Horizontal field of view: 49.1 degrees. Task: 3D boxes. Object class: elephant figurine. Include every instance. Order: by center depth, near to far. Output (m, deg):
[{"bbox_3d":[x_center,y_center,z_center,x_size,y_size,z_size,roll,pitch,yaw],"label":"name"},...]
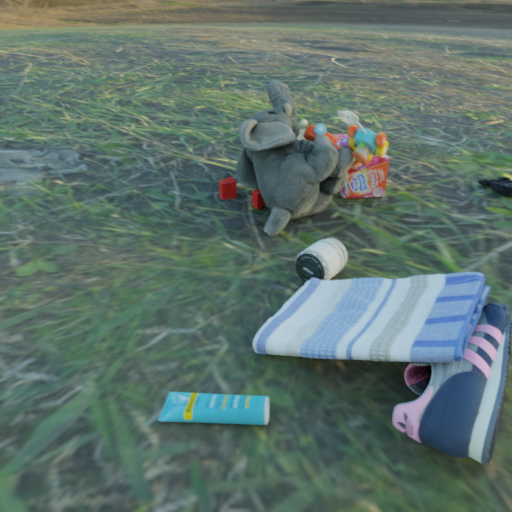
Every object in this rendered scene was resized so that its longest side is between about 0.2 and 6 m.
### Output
[{"bbox_3d":[0.364,-2.049,10.978,2.729,1.931,2.117,44,29,20],"label":"elephant figurine"}]

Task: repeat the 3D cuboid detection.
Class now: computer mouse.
[{"bbox_3d":[5.417,-1.464,12.103,0.773,0.294,1.117,-6,18,-12],"label":"computer mouse"}]

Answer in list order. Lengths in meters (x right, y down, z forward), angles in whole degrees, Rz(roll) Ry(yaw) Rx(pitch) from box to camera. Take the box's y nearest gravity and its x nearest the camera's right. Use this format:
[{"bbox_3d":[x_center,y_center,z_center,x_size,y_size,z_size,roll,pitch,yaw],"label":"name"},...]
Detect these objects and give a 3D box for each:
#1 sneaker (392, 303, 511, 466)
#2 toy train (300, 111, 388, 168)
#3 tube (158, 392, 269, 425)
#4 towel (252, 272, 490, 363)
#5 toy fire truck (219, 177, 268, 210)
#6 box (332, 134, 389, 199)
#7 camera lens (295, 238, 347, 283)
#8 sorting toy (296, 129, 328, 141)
[{"bbox_3d":[2.293,1.207,6.373,1.052,0.900,2.565,8,25,25],"label":"sneaker"},{"bbox_3d":[1.608,-2.127,10.667,1.483,0.549,1.975,27,-4,-15],"label":"toy train"},{"bbox_3d":[-0.453,1.680,6.164,1.177,0.297,0.456,-1,22,10],"label":"tube"},{"bbox_3d":[1.428,0.721,7.062,2.617,0.312,1.922,-4,21,34],"label":"towel"},{"bbox_3d":[0.132,-1.367,11.749,1.594,0.389,1.124,-13,31,-22],"label":"toy fire truck"},{"bbox_3d":[2.146,-2.030,12.432,0.952,0.912,1.911,-4,28,-8],"label":"box"},{"bbox_3d":[1.015,0.093,8.762,0.595,0.595,0.744,20,34,33],"label":"camera lens"},{"bbox_3d":[0.887,-3.203,15.349,2.217,0.302,1.249,-5,24,-11],"label":"sorting toy"}]
